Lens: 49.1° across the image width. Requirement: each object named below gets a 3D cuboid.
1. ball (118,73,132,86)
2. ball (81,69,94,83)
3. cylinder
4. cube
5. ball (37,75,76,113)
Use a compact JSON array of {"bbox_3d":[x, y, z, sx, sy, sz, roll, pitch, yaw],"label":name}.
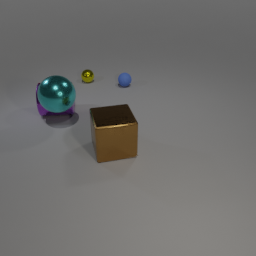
[{"bbox_3d":[-0.168,-2.514,14.517,0.700,0.700,0.700,0,32,0],"label":"ball"},{"bbox_3d":[-2.164,-2.790,15.012,0.700,0.700,0.700,0,32,0],"label":"ball"},{"bbox_3d":[-3.031,-1.235,11.865,1.400,1.400,1.400,-3,32,-5],"label":"cylinder"},{"bbox_3d":[-0.508,0.152,9.674,1.400,1.400,1.400,-8,33,-12],"label":"cube"},{"bbox_3d":[-2.655,-1.264,10.472,1.400,1.400,1.400,0,32,0],"label":"ball"}]
